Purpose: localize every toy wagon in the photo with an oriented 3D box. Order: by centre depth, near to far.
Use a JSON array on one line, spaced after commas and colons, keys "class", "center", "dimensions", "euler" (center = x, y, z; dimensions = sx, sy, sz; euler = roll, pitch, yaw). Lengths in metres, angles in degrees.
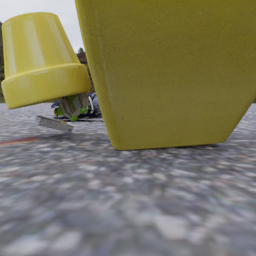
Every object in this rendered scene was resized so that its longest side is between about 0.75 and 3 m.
[{"class": "toy wagon", "center": [-1.290, -0.559, 6.240], "dimensions": [1.034, 0.803, 0.205], "euler": [-34, -16, 35]}]

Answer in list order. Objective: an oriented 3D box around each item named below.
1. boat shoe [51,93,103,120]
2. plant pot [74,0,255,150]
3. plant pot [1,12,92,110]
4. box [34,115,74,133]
[{"class": "boat shoe", "center": [-1.485, -0.702, 9.753], "dimensions": [2.671, 0.997, 1.238], "euler": [-11, 1, 36]}, {"class": "plant pot", "center": [0.577, -1.241, 4.832], "dimensions": [2.913, 2.570, 2.913], "euler": [-3, 27, -10]}, {"class": "plant pot", "center": [-1.788, -1.364, 5.763], "dimensions": [1.761, 1.657, 1.761], "euler": [-13, 9, 2]}, {"class": "box", "center": [-1.645, -0.083, 6.318], "dimensions": [0.186, 0.199, 0.959], "euler": [32, 11, 38]}]
